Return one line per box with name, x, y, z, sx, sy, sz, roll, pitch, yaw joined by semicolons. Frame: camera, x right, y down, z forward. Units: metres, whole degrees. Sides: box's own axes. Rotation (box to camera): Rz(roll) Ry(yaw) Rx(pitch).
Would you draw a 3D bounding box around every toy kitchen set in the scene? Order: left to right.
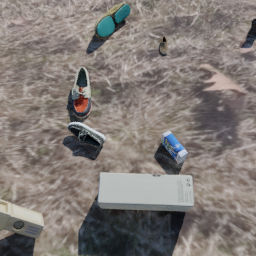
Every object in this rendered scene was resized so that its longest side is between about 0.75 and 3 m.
toy kitchen set;-3.387;3.131;7.221;1.723;1.558;1.909;29;90;-25

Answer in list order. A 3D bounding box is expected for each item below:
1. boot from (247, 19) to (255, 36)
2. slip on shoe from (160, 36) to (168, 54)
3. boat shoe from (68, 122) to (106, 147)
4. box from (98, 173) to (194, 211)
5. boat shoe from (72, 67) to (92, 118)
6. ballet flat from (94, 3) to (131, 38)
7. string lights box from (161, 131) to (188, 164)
boot;6.164;-4.781;13.157;1.020;0.888;0.353;-13;56;-9
slip on shoe;1.663;-3.792;12.815;0.379;0.302;0.996;4;55;3
boat shoe;-1.501;0.231;9.739;1.453;0.514;0.463;21;33;11
box;0.493;1.900;8.237;2.665;1.095;0.911;3;66;0
boat shoe;-1.794;-1.399;10.890;0.779;0.685;2.190;0;56;-2
ballet flat;-0.911;-5.166;13.533;0.954;0.954;2.699;29;60;19
string lights box;1.563;0.651;9.520;0.307;0.534;1.040;-26;59;-17
